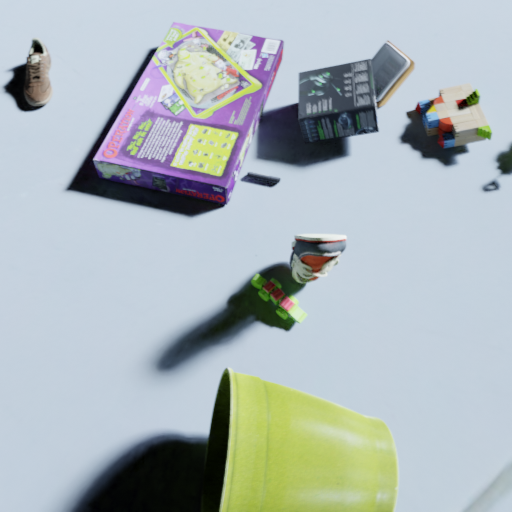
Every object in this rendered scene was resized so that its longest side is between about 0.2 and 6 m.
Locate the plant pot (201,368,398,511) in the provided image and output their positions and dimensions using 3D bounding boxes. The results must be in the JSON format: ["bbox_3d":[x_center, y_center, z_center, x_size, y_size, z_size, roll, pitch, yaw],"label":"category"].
[{"bbox_3d":[0.605,3.052,8.112,2.465,2.560,2.560,9,56,-9],"label":"plant pot"}]

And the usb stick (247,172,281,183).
[{"bbox_3d":[0.172,-1.739,12.388,0.756,0.123,0.210,13,23,9],"label":"usb stick"}]

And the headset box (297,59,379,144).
[{"bbox_3d":[1.809,-3.526,12.866,1.839,0.853,1.601,-7,56,14],"label":"headset box"}]

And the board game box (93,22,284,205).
[{"bbox_3d":[-1.391,-3.594,13.303,3.057,0.823,5.094,15,58,5],"label":"board game box"}]

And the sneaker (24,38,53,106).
[{"bbox_3d":[-5.493,-4.579,13.895,0.694,0.744,1.971,-10,57,-6],"label":"sneaker"}]

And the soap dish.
[{"bbox_3d":[3.118,-4.381,13.556,0.522,1.285,1.011,5,41,-50],"label":"soap dish"}]

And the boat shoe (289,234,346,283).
[{"bbox_3d":[1.019,0.055,9.848,0.889,2.499,0.782,4,85,-4],"label":"boat shoe"}]

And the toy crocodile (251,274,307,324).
[{"bbox_3d":[0.427,0.788,10.529,0.424,0.388,1.256,-42,72,-14],"label":"toy crocodile"}]

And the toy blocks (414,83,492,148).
[{"bbox_3d":[4.498,-3.233,13.040,1.309,0.957,1.915,-11,56,7],"label":"toy blocks"}]
